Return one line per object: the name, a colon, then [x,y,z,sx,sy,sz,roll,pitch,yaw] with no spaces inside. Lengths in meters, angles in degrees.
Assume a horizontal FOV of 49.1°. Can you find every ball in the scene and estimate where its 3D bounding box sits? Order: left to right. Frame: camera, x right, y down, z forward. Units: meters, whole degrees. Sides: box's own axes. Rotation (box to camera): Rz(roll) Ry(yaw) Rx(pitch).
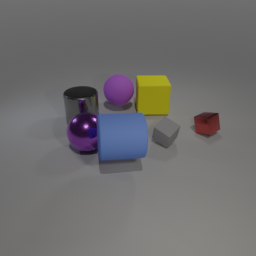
ball: [-1.470,0.143,9.963,1.400,1.400,1.400,0,30,0]
ball: [-0.421,-1.742,12.780,1.400,1.400,1.400,0,30,0]

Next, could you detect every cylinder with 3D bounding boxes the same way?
cylinder: [-1.928,-0.861,11.714,1.400,1.400,1.400,0,30,0]
cylinder: [-0.212,0.252,8.548,1.400,1.400,1.400,-3,30,-9]

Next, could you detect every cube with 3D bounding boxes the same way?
cube: [1.111,-1.523,12.809,1.400,1.400,1.400,-1,28,-3]
cube: [1.390,0.155,10.268,0.700,0.700,0.700,35,58,22]
cube: [3.129,-0.191,11.085,0.700,0.700,0.700,-22,19,-34]
